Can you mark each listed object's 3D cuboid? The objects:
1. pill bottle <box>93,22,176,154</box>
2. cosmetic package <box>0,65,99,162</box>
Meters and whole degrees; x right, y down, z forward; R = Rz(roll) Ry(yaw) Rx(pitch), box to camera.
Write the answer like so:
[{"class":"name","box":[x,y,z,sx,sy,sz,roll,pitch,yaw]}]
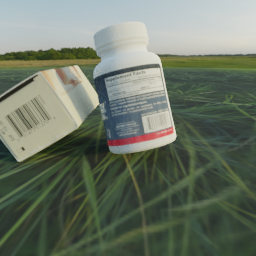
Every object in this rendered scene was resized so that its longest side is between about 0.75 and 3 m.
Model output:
[{"class":"pill bottle","box":[0.070,-0.794,5.787,1.444,2.414,1.444,-12,3,1]},{"class":"cosmetic package","box":[-1.768,-0.546,6.611,1.529,1.290,2.958,-31,11,9]}]
